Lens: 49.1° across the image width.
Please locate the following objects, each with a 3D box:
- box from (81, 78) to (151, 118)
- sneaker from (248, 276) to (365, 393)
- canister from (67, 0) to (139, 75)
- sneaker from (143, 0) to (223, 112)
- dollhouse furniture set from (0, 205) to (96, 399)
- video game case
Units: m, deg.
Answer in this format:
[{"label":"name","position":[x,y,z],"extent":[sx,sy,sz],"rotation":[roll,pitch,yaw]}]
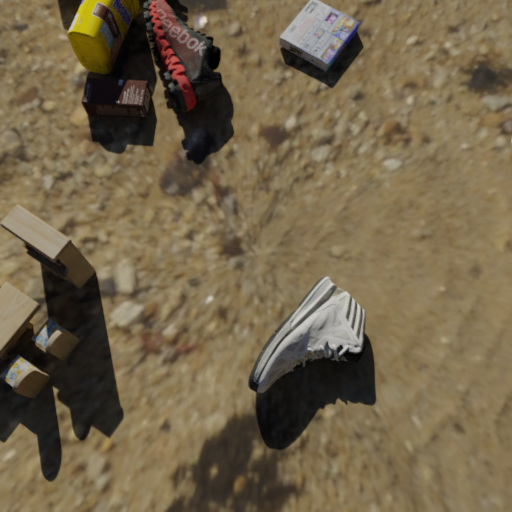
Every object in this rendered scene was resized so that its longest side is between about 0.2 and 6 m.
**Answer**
[{"label":"box","position":[-2.440,-2.770,9.815],"extent":[1.089,0.408,0.545],"rotation":[3,70,3]},{"label":"sneaker","position":[0.862,1.352,8.069],"extent":[1.176,0.771,2.044],"rotation":[36,71,14]},{"label":"canister","position":[-2.698,-4.191,9.955],"extent":[0.673,1.156,1.556],"rotation":[14,72,5]},{"label":"sneaker","position":[-1.259,-3.668,9.927],"extent":[1.121,0.811,2.294],"rotation":[-21,73,-7]},{"label":"dollhouse furniture set","position":[-3.489,0.611,7.989],"extent":[1.894,1.436,2.161],"rotation":[32,73,11]},{"label":"video game case","position":[1.169,-4.102,10.378],"extent":[1.042,0.261,1.150],"rotation":[33,73,11]}]
